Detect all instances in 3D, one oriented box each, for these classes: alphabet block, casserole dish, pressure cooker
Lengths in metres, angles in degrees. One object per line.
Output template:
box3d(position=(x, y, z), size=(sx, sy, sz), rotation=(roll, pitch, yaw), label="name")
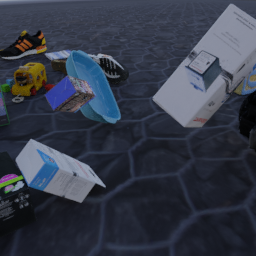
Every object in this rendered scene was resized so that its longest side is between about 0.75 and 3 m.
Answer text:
box3d(position=(4.457, -2.194, 10.864), size=(1.326, 1.333, 1.358), rotation=(-13, 33, -24), label="alphabet block")
box3d(position=(-1.106, -1.169, 8.464), size=(1.591, 0.509, 2.626), rotation=(14, 48, -57), label="casserole dish")
box3d(position=(4.176, -0.268, 6.337), size=(2.627, 2.668, 2.986), rotation=(12, 17, -42), label="pressure cooker")

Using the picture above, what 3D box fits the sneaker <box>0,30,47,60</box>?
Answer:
box3d(position=(-5.678, -4.478, 14.862), size=(0.975, 1.255, 2.789), rotation=(25, 38, 36), label="sneaker")

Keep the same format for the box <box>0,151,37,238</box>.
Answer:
box3d(position=(-2.542, 1.265, 5.350), size=(1.048, 0.877, 1.411), rotation=(-20, 36, -30), label="box")

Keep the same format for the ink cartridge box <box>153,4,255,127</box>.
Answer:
box3d(position=(2.060, -1.291, 6.778), size=(1.116, 2.600, 1.904), rotation=(44, 18, 19), label="ink cartridge box")

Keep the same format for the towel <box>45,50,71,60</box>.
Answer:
box3d(position=(-3.594, -3.913, 14.984), size=(1.448, 0.172, 1.063), rotation=(-18, 35, -28), label="towel")

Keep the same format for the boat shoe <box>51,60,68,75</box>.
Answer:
box3d(position=(-2.832, -2.829, 12.713), size=(1.595, 0.574, 0.539), rotation=(21, 38, 36), label="boat shoe")

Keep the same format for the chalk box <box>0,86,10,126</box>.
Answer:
box3d(position=(-4.457, -0.800, 8.431), size=(1.371, 1.361, 2.196), rotation=(-15, 33, -23), label="chalk box")

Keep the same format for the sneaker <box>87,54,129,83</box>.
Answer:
box3d(position=(-0.797, -2.724, 12.105), size=(1.121, 1.033, 2.802), rotation=(-20, 36, -34), label="sneaker")

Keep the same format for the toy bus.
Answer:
box3d(position=(-3.867, -1.889, 10.711), size=(1.749, 0.958, 1.853), rotation=(-21, 36, -32), label="toy bus")

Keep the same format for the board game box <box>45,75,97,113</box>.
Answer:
box3d(position=(-1.201, -0.695, 5.966), size=(0.411, 0.676, 0.848), rotation=(58, 18, 11), label="board game box")

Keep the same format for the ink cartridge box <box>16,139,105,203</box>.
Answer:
box3d(position=(-1.337, 0.946, 5.742), size=(1.640, 0.556, 0.951), rotation=(34, 4, -43), label="ink cartridge box")
